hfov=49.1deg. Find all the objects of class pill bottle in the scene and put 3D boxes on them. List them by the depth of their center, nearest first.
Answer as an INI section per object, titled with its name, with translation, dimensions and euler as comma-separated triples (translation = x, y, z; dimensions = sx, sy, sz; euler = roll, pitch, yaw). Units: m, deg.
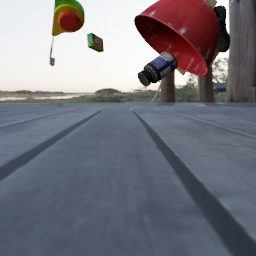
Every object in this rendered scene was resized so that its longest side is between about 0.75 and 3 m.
[pill bottle]
translation = 0.783, -1.571, 7.553
dimensions = 1.059, 0.592, 0.592
euler = -37, 21, -19

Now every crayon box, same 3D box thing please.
[crayon box]
translation = -1.352, -3.544, 11.690
dimensions = 0.280, 0.571, 0.962
euler = -6, -2, 23

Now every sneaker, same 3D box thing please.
[sneaker]
translation = 3.068, -3.316, 9.544
dimensions = 0.610, 1.595, 0.914
euler = 4, 25, 36

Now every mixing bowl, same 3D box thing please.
[mixing bowl]
translation = 1.561, -2.800, 7.874
dimensions = 2.551, 1.382, 2.551
euler = 36, 0, 0

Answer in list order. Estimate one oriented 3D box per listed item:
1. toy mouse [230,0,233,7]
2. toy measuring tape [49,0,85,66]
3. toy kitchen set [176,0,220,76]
[toy mouse]
translation = 2.350, -3.151, 5.743
dimensions = 1.455, 0.281, 1.293
euler = -9, -35, -17
[toy measuring tape]
translation = -1.839, -2.936, 8.492
dimensions = 0.978, 2.657, 0.978
euler = 11, 47, -12
[toy kitchen set]
translation = 2.608, -3.031, 10.095
dimensions = 2.180, 1.778, 1.967
euler = 39, -14, -17
